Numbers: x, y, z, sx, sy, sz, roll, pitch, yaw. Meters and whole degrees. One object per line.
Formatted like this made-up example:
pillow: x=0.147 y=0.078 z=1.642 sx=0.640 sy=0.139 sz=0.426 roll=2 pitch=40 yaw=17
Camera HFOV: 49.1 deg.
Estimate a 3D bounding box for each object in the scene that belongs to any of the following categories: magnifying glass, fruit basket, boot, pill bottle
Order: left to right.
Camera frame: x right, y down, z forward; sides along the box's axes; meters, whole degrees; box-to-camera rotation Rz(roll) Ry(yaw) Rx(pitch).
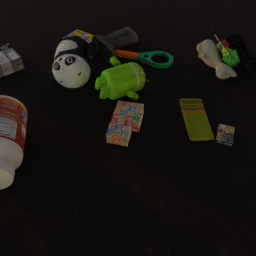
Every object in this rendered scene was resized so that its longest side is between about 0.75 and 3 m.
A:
pill bottle: x=-4.197 y=0.438 z=9.046 sx=1.630 sy=1.630 sz=2.907 roll=-7 pitch=48 yaw=-6
boot: x=-0.415 y=-4.150 z=13.973 sx=2.248 sy=0.816 sz=2.043 roll=-19 pitch=67 yaw=-35
magnifying glass: x=0.766 y=-3.449 z=13.567 sx=2.853 sy=0.320 sz=1.136 roll=10 pitch=48 yaw=10
fruit basket: x=4.441 y=-3.502 z=12.829 sx=1.551 sy=0.727 sz=1.437 roll=54 pitch=23 yaw=11

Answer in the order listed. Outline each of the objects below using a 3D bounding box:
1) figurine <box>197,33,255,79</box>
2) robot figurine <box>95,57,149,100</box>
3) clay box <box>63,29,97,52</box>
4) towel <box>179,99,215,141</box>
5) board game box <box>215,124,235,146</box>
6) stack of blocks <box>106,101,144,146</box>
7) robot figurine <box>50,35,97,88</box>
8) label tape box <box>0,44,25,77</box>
figurine: x=4.673 y=-3.167 z=12.909 sx=2.413 sy=1.039 sz=2.355 roll=-15 pitch=53 yaw=-12
robot figurine: x=-0.239 y=-1.939 z=11.507 sx=2.162 sy=1.251 sz=1.897 roll=-21 pitch=73 yaw=-19
clay box: x=-2.238 y=-4.414 z=14.348 sx=1.901 sy=0.453 sz=1.092 roll=25 pitch=52 yaw=22
towel: x=2.626 y=-0.383 z=10.788 sx=0.922 sy=0.193 sz=2.143 roll=-3 pitch=47 yaw=-2
board game box: x=3.552 y=0.242 z=10.231 sx=0.588 sy=0.150 sz=0.868 roll=15 pitch=48 yaw=13
stack of blocks: x=-0.073 y=-0.188 z=10.371 sx=1.030 sy=0.524 sz=1.789 roll=10 pitch=48 yaw=9
robot figurine: x=-2.385 y=-2.929 z=12.144 sx=1.642 sy=1.977 sz=2.632 roll=13 pitch=45 yaw=-16
label tape box: x=-6.104 y=-2.958 z=12.854 sx=2.106 sy=0.666 sz=1.518 roll=-30 pitch=54 yaw=-26
